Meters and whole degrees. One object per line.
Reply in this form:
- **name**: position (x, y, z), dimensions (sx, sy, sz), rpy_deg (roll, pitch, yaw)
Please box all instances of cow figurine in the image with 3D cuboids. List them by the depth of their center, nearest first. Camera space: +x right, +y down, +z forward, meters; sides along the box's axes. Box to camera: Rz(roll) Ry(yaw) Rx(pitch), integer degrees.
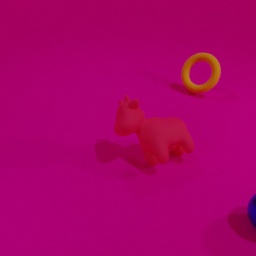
- **cow figurine**: position (0.552, -0.017, 6.285), dimensions (1.683, 0.924, 1.656), rpy_deg (-16, 83, -25)

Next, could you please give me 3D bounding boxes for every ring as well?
- **ring**: position (2.294, -1.744, 8.903), dimensions (1.278, 1.278, 0.256), rpy_deg (27, 15, 33)

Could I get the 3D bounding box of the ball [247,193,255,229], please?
- **ball**: position (2.502, 1.468, 4.866), dimensions (0.801, 0.801, 0.801), rpy_deg (0, 35, 0)
